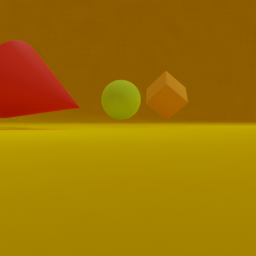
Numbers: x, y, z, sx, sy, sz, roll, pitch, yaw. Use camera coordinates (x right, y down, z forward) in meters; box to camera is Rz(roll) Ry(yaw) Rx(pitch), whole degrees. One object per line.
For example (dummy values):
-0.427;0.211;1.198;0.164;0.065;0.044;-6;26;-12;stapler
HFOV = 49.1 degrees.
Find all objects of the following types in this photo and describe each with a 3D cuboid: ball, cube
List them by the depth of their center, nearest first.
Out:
-0.207;-0.840;8.352;1.167;1.167;1.167;0;1;0;ball
1.267;-1.072;9.239;0.962;0.962;0.962;36;-58;-20;cube

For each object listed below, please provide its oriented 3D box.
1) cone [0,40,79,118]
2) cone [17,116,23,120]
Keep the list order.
-1.688;-0.697;5.633;1.688;1.682;1.682;22;8;17;cone
-3.521;-1.208;7.905;1.521;1.516;1.516;23;-9;-26;cone
